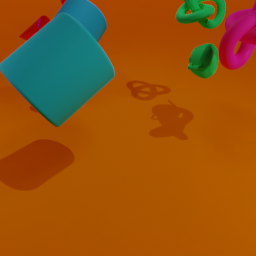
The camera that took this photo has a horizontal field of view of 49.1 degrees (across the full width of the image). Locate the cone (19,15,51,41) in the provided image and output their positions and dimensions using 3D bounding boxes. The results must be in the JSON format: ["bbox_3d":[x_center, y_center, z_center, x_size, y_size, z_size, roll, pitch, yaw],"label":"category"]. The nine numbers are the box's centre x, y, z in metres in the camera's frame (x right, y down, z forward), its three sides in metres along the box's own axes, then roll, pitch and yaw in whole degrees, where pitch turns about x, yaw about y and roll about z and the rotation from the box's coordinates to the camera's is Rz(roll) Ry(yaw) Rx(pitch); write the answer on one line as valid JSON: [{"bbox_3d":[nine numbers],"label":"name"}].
[{"bbox_3d":[-3.217,-3.149,9.482,1.116,1.112,1.112,-2,33,14],"label":"cone"}]

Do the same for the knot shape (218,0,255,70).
[{"bbox_3d":[2.759,-2.271,6.002,0.931,2.015,1.886,39,36,-7],"label":"knot shape"}]

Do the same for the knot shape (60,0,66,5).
[{"bbox_3d":[-1.519,-3.725,8.909,1.362,0.672,1.455,13,36,-46],"label":"knot shape"}]

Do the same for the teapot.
[{"bbox_3d":[2.040,-1.851,7.658,0.737,0.936,1.506,14,35,32],"label":"teapot"}]

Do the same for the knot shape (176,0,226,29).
[{"bbox_3d":[1.939,-3.527,7.983,1.597,0.738,1.495,-22,69,-31],"label":"knot shape"}]

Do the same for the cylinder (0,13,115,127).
[{"bbox_3d":[-1.157,-0.950,4.729,1.364,1.364,1.364,-43,46,-7],"label":"cylinder"}]

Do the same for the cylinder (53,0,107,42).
[{"bbox_3d":[-1.413,-2.574,7.524,1.283,1.283,1.283,20,71,27],"label":"cylinder"}]
